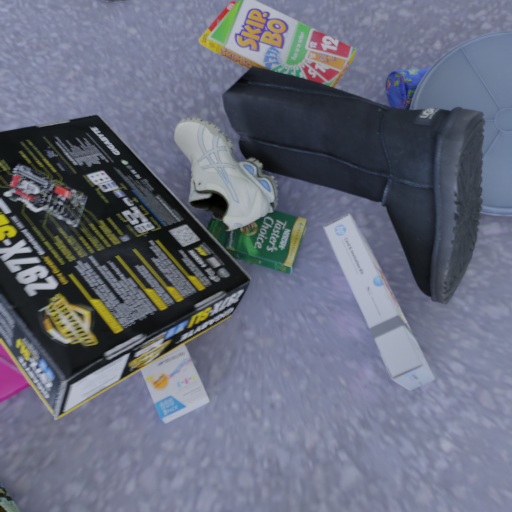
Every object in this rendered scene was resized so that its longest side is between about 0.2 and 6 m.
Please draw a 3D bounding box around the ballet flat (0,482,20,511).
[{"bbox_3d":[-3.052,3.761,6.845,2.687,0.997,0.997,37,70,16],"label":"ballet flat"}]

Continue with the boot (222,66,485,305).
[{"bbox_3d":[1.383,-1.107,8.604,3.806,3.137,1.249,20,47,33],"label":"boot"}]

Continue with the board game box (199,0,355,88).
[{"bbox_3d":[0.319,-3.463,9.252,2.396,0.359,1.144,29,70,12],"label":"board game box"}]

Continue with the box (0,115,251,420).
[{"bbox_3d":[-2.478,-0.227,7.866,3.977,0.981,3.176,46,45,16],"label":"box"}]

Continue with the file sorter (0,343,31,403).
[{"bbox_3d":[-4.662,1.444,7.594,2.460,1.543,1.709,-30,68,-13],"label":"file sorter"}]

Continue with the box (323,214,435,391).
[{"bbox_3d":[1.739,0.701,7.829,0.457,1.730,2.219,-28,64,12],"label":"box"}]

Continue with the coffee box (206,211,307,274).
[{"bbox_3d":[-0.015,-0.358,9.109,1.532,0.337,0.942,17,66,9],"label":"coffee box"}]

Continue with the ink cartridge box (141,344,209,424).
[{"bbox_3d":[-1.258,1.672,8.108,0.716,0.422,1.244,-24,67,-11],"label":"ink cartridge box"}]

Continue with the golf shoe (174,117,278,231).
[{"bbox_3d":[-0.772,-1.346,9.033,1.167,0.940,2.401,-38,59,-18],"label":"golf shoe"}]

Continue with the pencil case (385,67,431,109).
[{"bbox_3d":[3.348,-3.185,10.206,1.886,0.819,0.736,-15,94,-6],"label":"pencil case"}]

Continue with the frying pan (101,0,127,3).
[{"bbox_3d":[-3.365,-6.048,11.859,2.158,0.351,1.306,24,66,8],"label":"frying pan"}]

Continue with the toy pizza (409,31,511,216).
[{"bbox_3d":[4.199,-2.219,9.478,3.172,0.503,3.172,-1,84,11],"label":"toy pizza"}]
